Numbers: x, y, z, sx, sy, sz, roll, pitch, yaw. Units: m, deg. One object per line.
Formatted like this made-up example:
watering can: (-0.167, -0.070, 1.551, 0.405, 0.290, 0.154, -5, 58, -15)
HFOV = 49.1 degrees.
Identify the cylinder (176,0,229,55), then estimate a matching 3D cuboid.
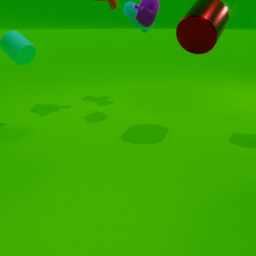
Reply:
cylinder: (1.966, -2.690, 7.380, 1.090, 1.090, 1.090, 13, 52, 30)

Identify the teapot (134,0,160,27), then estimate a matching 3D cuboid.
teapot: (0.538, -3.617, 8.629, 0.715, 0.907, 1.459, 19, 21, -6)

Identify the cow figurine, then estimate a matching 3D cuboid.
cow figurine: (0.352, -4.199, 10.492, 1.424, 0.781, 1.401, 46, 12, -1)

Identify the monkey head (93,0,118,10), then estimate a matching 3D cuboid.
monkey head: (-0.906, -4.513, 9.360, 1.017, 1.214, 1.688, -25, 25, -18)

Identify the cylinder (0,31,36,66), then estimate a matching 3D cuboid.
cylinder: (-3.168, -2.295, 8.076, 0.711, 0.711, 0.711, 42, 36, 13)
